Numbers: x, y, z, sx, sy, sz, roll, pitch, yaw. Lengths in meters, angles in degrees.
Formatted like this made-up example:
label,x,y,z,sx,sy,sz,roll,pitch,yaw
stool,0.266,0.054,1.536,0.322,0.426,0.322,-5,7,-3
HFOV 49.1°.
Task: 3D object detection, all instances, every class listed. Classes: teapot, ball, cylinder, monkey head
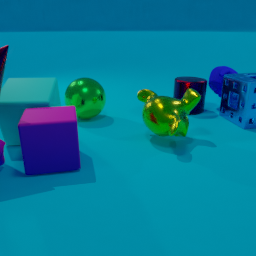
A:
label,x,y,z,sx,sy,sz,roll,pitch,yaw
teapot,3.202,-1.542,9.445,1.101,0.867,1.770,32,-10,24
ball,-1.306,-0.908,8.583,1.270,1.270,1.270,0,21,0
cylinder,2.051,-1.111,9.365,1.060,1.060,1.060,1,20,0
monkey head,1.035,-0.473,6.921,1.172,1.399,1.945,21,22,-36

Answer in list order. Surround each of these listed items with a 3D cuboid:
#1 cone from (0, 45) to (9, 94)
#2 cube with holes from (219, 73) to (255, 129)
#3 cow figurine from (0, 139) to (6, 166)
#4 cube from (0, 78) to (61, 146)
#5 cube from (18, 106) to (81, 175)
label,x,y,z,sx,sy,sz,roll,pitch,yaw
cone,-2.700,-0.933,5.164,1.561,1.566,1.561,43,7,-7
cube with holes,3.739,-0.865,8.377,1.326,1.326,1.326,-5,21,-12
cow figurine,-2.930,0.390,5.198,1.244,1.224,0.683,-18,61,-30
cube,-2.392,-0.423,6.964,1.241,1.241,1.241,-1,36,-3
cube,-1.591,0.217,5.858,1.079,1.079,1.079,-5,21,-11
